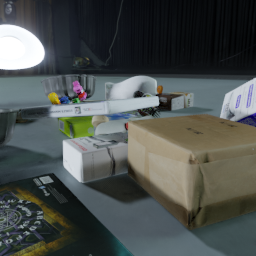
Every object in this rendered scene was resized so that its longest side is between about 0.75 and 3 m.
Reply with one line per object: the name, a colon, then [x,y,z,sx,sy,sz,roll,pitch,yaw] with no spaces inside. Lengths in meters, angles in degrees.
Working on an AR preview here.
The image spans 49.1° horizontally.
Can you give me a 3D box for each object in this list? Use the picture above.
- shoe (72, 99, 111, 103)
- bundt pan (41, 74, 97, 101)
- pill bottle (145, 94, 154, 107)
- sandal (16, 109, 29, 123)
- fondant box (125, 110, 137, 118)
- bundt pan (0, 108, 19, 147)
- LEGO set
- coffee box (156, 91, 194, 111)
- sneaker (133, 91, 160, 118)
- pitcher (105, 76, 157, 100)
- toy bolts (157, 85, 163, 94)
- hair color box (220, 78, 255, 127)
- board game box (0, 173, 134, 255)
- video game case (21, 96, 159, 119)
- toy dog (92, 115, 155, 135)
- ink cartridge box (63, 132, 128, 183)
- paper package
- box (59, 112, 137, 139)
shoe: [-1.010,-0.824,11.146,2.544,0.679,0.890,-3,14,-13]
bundt pan: [-2.945,-1.953,14.334,2.819,1.058,2.819,-6,1,0]
pill bottle: [0.752,-0.840,10.784,0.501,0.501,0.888,-2,58,-7]
sandal: [-3.916,-0.504,10.379,0.623,0.416,1.525,-1,13,-3]
fondant box: [-0.584,-0.495,10.221,1.638,0.477,1.182,-4,14,-14]
bundt pan: [-3.878,0.021,6.522,2.587,0.971,2.587,0,5,0]
LEGO set: [-2.277,-1.002,10.149,0.918,0.988,2.408,-22,27,11]
coffee box: [2.191,-1.294,13.130,1.691,0.674,0.967,-13,18,-43]
sneaker: [0.482,-0.729,9.835,0.505,1.336,0.772,-52,26,-21]
pitcher: [0.251,-1.778,13.940,2.393,1.450,2.053,-2,1,10]
toy bolts: [1.865,-1.580,14.122,0.708,0.975,1.021,3,29,-23]
hair color box: [3.328,-0.662,6.199,2.552,0.827,1.395,-31,24,47]
board game box: [-1.232,1.301,2.826,1.992,0.415,2.945,-8,16,-32]
video game case: [-0.888,-0.571,7.653,2.622,0.337,2.884,-2,6,28]
toy dog: [-0.120,0.139,6.960,1.713,1.130,0.825,12,-21,27]
ink cartridge box: [-0.485,0.534,5.650,1.399,0.588,1.018,-8,16,-31]
paper package: [1.224,0.514,4.671,2.010,1.091,2.108,-6,14,-23]
box: [-0.918,-0.139,8.626,2.111,0.503,1.287,-7,15,-30]
